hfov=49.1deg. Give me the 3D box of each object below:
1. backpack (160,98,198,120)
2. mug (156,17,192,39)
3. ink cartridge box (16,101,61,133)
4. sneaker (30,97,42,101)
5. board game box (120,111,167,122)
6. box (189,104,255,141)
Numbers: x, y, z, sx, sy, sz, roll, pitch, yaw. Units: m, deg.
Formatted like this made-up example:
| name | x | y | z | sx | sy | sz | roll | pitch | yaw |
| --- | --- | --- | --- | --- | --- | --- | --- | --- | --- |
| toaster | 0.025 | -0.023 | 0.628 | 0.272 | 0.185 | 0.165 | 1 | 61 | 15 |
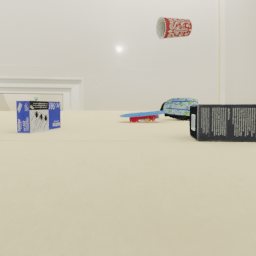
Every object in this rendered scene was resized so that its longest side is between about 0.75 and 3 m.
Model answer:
| name | x | y | z | sx | sy | sz | roll | pitch | yaw |
| --- | --- | --- | --- | --- | --- | --- | --- | --- | --- |
| backpack | 2.871 | -0.990 | 14.713 | 1.566 | 1.476 | 1.920 | 14 | 12 | -25 |
| mug | 1.721 | -3.897 | 10.656 | 1.175 | 1.043 | 0.784 | -8 | -29 | -20 |
| ink cartridge box | -2.621 | -0.369 | 8.407 | 0.422 | 0.897 | 1.907 | 1 | 4 | 11 |
| sneaker | -3.695 | -0.681 | 11.137 | 0.940 | 1.105 | 2.497 | -4 | 6 | -29 |
| board game box | 0.721 | -0.455 | 12.975 | 2.213 | 0.431 | 1.749 | -5 | 9 | 5 |
| box | 2.198 | -0.141 | 6.224 | 1.495 | 0.780 | 1.107 | 0 | 4 | 3 |
